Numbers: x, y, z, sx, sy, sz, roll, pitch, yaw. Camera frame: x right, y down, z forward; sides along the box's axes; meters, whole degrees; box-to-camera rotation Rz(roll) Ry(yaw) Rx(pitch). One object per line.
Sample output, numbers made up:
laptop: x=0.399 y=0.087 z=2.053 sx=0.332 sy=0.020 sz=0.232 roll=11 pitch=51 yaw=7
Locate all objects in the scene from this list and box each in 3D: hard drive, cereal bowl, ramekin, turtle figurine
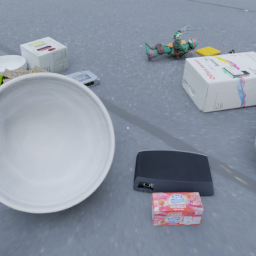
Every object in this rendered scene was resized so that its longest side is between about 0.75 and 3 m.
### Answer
hard drive: x=1.040 y=0.985 z=6.505 sx=1.782 sy=0.377 sz=1.202 roll=3 pitch=37 yaw=4
cereal bowl: x=-4.535 y=-2.181 z=10.547 sx=1.474 sy=0.614 sz=1.474 roll=0 pitch=36 yaw=0
ramekin: x=-1.646 y=0.268 z=5.729 sx=2.589 sy=2.589 sz=1.359 roll=-11 pitch=3 yaw=-15
turtle figurine: x=1.994 y=-3.591 z=11.899 sx=2.485 sy=1.251 sz=1.860 roll=-13 pitch=14 yaw=9

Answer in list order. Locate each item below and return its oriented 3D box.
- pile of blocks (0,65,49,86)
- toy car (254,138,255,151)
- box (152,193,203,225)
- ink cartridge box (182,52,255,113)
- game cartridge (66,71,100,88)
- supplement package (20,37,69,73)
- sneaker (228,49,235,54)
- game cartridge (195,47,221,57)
pile of blocks: x=-3.993 y=-1.541 z=9.763 sx=2.471 sy=1.014 sz=0.768 roll=-12 pitch=-6 yaw=-30
toy car: x=4.399 y=-0.161 z=6.344 sx=2.440 sy=2.091 sz=2.788 roll=15 pitch=29 yaw=28
box: x=0.961 y=1.614 z=5.586 sx=0.948 sy=0.487 sz=0.449 roll=-1 pitch=36 yaw=0
ink cartridge box: x=3.385 y=-1.597 z=9.332 sx=2.616 sy=1.098 sz=1.894 roll=-8 pitch=38 yaw=-9
game cartridge: x=-1.868 y=-1.692 z=10.194 sx=1.458 sy=0.303 sz=0.971 roll=-24 pitch=39 yaw=-28
supplement package: x=-3.255 y=-2.789 z=10.991 sx=1.251 sy=0.962 sz=1.309 roll=32 pitch=47 yaw=28
sneaker: x=4.329 y=-3.102 z=11.954 sx=0.380 sy=0.404 sz=0.985 roll=17 pitch=40 yaw=21
game cartridge: x=3.604 y=-3.409 z=12.609 sx=0.864 sy=0.140 sz=0.761 roll=-22 pitch=42 yaw=-23
